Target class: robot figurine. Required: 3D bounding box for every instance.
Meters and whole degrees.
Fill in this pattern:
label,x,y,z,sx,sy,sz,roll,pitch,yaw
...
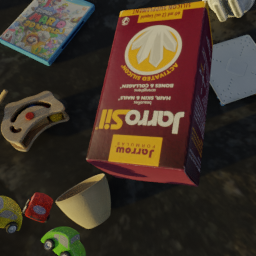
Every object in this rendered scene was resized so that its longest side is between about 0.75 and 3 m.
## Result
label,x,y,z,sx,sy,sz,roll,pitch,yaw
robot figurine,3.741,-5.073,9.794,2.340,1.558,2.759,1,61,38

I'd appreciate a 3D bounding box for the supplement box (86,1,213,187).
label,x,y,z,sx,sy,sz,roll,pitch,yaw
supplement box,0.517,-0.581,4.912,1.600,1.242,2.900,3,70,23

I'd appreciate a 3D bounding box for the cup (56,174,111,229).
label,x,y,z,sx,sy,sz,roll,pitch,yaw
cup,-0.970,1.901,7.001,1.359,1.359,0.972,-27,93,-11

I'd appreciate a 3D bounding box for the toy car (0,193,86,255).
label,x,y,z,sx,sy,sz,roll,pitch,yaw
toy car,-1.266,1.489,4.320,1.626,1.728,0.385,28,89,18

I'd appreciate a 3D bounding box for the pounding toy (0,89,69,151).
label,x,y,z,sx,sy,sz,roll,pitch,yaw
pounding toy,-2.906,-0.265,7.815,2.321,1.331,1.327,-22,64,-9

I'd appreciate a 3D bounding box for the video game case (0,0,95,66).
label,x,y,z,sx,sy,sz,roll,pitch,yaw
video game case,-2.811,-3.709,9.917,2.092,0.260,2.923,26,69,11

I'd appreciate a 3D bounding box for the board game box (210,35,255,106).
label,x,y,z,sx,sy,sz,roll,pitch,yaw
board game box,3.498,-1.910,9.120,2.121,0.274,2.122,-19,67,-8
